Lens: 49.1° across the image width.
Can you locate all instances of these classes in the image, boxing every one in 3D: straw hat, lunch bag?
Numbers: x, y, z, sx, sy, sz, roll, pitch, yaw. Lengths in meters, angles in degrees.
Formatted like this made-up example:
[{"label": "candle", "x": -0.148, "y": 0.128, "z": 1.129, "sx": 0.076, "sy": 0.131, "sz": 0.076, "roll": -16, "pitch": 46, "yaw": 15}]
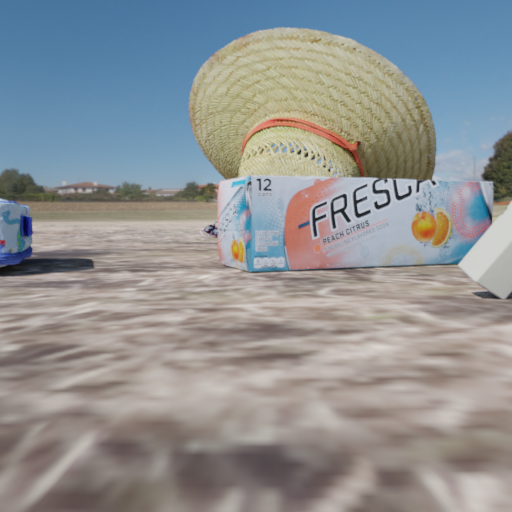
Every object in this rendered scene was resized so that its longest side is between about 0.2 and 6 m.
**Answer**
[{"label": "straw hat", "x": 0.735, "y": -1.187, "z": 9.522, "sx": 4.739, "sy": 2.006, "sz": 4.739, "roll": 14, "pitch": -32, "yaw": 9}, {"label": "lunch bag", "x": -3.635, "y": -0.271, "z": 6.765, "sx": 1.784, "sy": 0.915, "sz": 2.220, "roll": -3, "pitch": 5, "yaw": -18}]

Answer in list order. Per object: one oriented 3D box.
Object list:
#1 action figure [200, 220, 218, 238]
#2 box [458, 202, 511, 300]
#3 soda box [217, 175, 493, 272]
[{"label": "action figure", "x": -1.176, "y": -0.650, "z": 16.090, "sx": 0.613, "sy": 0.551, "sz": 0.823, "roll": -39, "pitch": -6, "yaw": 0}, {"label": "box", "x": 2.096, "y": -0.138, "z": 4.467, "sx": 0.384, "sy": 0.935, "sz": 0.320, "roll": 30, "pitch": 18, "yaw": -22}, {"label": "soda box", "x": 1.376, "y": -0.457, "z": 7.612, "sx": 3.679, "sy": 1.170, "sz": 1.258, "roll": -2, "pitch": 5, "yaw": -22}]
